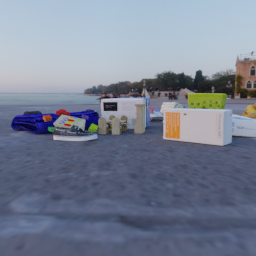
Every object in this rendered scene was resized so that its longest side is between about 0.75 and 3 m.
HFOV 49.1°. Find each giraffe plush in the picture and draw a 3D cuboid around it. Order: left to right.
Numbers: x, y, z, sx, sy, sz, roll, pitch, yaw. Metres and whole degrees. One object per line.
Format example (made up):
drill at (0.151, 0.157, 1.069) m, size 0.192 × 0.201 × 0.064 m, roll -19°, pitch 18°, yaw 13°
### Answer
giraffe plush at (4.632, -0.246, 10.137) m, size 1.017 × 1.082 × 1.254 m, roll -20°, pitch 54°, yaw -43°

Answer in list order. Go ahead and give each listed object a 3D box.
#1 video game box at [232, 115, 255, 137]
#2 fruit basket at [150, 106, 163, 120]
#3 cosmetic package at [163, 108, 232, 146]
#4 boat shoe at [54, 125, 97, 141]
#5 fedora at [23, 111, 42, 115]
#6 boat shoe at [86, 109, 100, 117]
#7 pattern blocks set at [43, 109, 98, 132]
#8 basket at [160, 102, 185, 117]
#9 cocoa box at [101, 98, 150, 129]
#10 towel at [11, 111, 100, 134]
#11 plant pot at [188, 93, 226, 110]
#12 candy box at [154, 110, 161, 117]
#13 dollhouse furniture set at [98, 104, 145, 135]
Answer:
video game box at (2.938, -0.220, 9.953) m, size 2.436 × 0.626 × 2.673 m, roll 3°, pitch 7°, yaw 8°
fruit basket at (0.596, -0.808, 14.938) m, size 2.518 × 1.180 × 2.332 m, roll 23°, pitch 18°, yaw 32°
cosmetic package at (1.898, -0.072, 7.794) m, size 1.802 × 0.914 × 0.642 m, roll 4°, pitch 8°, yaw 39°
boat shoe at (-1.526, 0.129, 8.091) m, size 1.291 × 0.438 × 0.463 m, roll 1°, pitch 6°, yaw 11°
fedora at (-4.052, -0.400, 11.914) m, size 1.406 × 0.642 × 1.406 m, roll 1°, pitch 6°, yaw 0°
boat shoe at (-1.629, -0.499, 12.718) m, size 0.803 × 0.655 × 2.173 m, roll -1°, pitch 6°, yaw -11°
pattern blocks set at (-1.887, -0.148, 9.257) m, size 1.798 × 0.166 × 2.045 m, roll 15°, pitch 18°, yaw 5°
basket at (2.401, -0.738, 14.138) m, size 1.227 × 0.968 × 1.391 m, roll 6°, pitch -26°, yaw 47°
cocoa box at (-0.060, -0.626, 11.328) m, size 1.764 × 1.176 × 1.157 m, roll 1°, pitch 9°, yaw 17°
towel at (-2.703, -0.312, 10.772) m, size 2.130 × 0.715 × 2.884 m, roll 7°, pitch 9°, yaw 43°
plant pot at (3.568, -0.860, 12.615) m, size 1.548 × 1.405 × 1.541 m, roll 3°, pitch 6°, yaw 24°
candy box at (1.355, -0.904, 17.315) m, size 1.159 × 0.446 × 0.980 m, roll 2°, pitch 5°, yaw 30°
dollhouse furniture set at (-0.191, -0.346, 9.796) m, size 1.507 × 1.001 × 1.320 m, roll 1°, pitch 7°, yaw 12°
